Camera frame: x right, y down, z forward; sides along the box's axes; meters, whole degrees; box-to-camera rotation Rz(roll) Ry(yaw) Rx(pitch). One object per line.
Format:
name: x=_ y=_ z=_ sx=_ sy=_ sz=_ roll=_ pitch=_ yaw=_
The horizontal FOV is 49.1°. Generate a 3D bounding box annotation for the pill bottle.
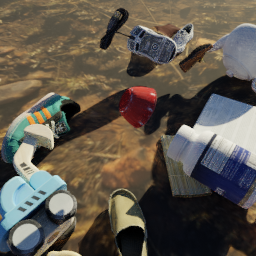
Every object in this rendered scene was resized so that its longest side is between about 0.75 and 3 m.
pill bottle: x=2.235 y=0.879 z=7.137 sx=2.342 sy=1.301 sz=1.301 roll=30 pitch=53 yaw=19

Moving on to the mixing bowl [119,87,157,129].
mixing bowl: x=0.134 y=-0.508 z=5.888 sx=0.502 sy=0.926 sz=0.926 roll=23 pitch=40 yaw=-25

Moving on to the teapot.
teapot: x=4.358 y=-2.528 z=10.335 sx=1.664 sy=2.249 sz=2.279 roll=-48 pitch=29 yaw=7

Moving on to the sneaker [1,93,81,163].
sneaker: x=-2.465 y=-0.041 z=8.328 sx=1.156 sy=1.033 sz=2.894 roll=13 pitch=46 yaw=18

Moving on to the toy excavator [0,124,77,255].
toy excavator: x=-2.217 y=1.336 z=6.483 sx=2.698 sy=1.348 sz=2.623 roll=37 pitch=54 yaw=17

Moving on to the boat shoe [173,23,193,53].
boat shoe: x=2.350 y=-4.026 z=12.427 sx=0.739 sy=0.657 sz=2.009 roll=19 pitch=49 yaw=18

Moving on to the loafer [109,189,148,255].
loafer: x=0.051 y=2.260 z=6.306 sx=0.850 sy=0.754 sz=2.236 roll=-10 pitch=47 yaw=-10

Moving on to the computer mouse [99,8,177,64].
computer mouse: x=0.480 y=-3.202 z=10.444 sx=2.879 sy=1.578 sz=0.632 roll=17 pitch=18 yaw=-23

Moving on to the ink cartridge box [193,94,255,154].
ink cartridge box: x=3.452 y=0.151 z=8.335 sx=2.766 sy=0.789 sz=2.248 roll=24 pitch=46 yaw=17

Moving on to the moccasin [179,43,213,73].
moccasin: x=2.559 y=-2.589 z=10.357 sx=1.391 sy=0.537 sz=0.509 roll=-41 pitch=24 yaw=4

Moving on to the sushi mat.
sushi mat: x=1.585 y=0.998 z=7.966 sx=1.021 sy=0.129 sz=2.135 roll=-3 pitch=46 yaw=-4

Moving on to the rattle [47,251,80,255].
rattle: x=-1.031 y=2.951 z=5.302 sx=1.821 sy=1.301 sz=1.185 roll=18 pitch=43 yaw=20

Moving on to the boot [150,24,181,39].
boot: x=1.793 y=-4.226 z=12.517 sx=1.564 sy=0.680 sz=1.880 roll=-26 pitch=42 yaw=-21
